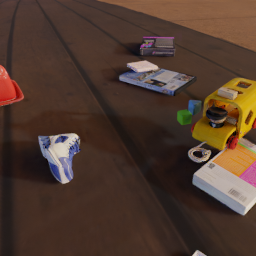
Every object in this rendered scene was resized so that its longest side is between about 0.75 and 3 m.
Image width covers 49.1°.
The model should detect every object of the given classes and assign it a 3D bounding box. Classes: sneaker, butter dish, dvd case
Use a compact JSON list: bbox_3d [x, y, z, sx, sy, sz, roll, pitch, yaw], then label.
[{"bbox_3d":[-1.652,0.585,7.390,1.024,0.716,1.773,-19,35,-24],"label":"sneaker"},{"bbox_3d":[-5.266,-1.762,10.208,2.306,1.704,2.299,-17,36,-25],"label":"butter dish"},{"bbox_3d":[1.313,-2.167,12.257,2.817,0.247,2.010,21,37,31],"label":"dvd case"}]

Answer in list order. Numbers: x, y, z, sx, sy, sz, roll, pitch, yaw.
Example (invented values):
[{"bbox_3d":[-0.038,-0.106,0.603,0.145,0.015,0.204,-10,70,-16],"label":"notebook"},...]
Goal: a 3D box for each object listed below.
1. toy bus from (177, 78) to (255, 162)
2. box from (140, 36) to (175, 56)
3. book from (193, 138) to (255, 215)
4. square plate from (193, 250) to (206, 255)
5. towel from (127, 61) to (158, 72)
[{"bbox_3d":[2.659,-0.449,7.553,2.399,1.314,2.542,-4,34,2],"label":"toy bus"},{"bbox_3d":[1.725,-4.760,16.211,1.906,0.481,2.667,3,31,6],"label":"box"},{"bbox_3d":[2.761,1.088,6.847,2.035,0.489,1.360,-27,42,-33],"label":"book"},{"bbox_3d":[1.308,2.633,4.651,0.921,0.132,0.930,26,40,34],"label":"square plate"},{"bbox_3d":[0.648,-2.840,12.958,1.103,0.178,1.053,-15,33,-25],"label":"towel"}]
